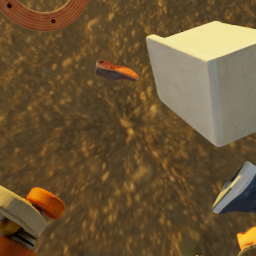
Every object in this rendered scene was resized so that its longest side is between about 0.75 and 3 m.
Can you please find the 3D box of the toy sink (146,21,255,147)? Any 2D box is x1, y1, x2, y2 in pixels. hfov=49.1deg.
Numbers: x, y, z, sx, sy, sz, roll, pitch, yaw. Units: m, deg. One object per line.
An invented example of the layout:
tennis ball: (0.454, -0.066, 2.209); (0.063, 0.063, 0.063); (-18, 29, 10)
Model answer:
toy sink: (1.636, -1.111, 5.746); (1.447, 1.683, 2.582); (-22, 30, -9)

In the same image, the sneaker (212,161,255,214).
sneaker: (2.361, 1.457, 5.113); (1.330, 1.841, 0.700); (30, 64, 14)

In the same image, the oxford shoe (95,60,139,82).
oxford shoe: (-0.190, -0.915, 4.781); (0.753, 0.275, 0.269); (19, 32, -1)

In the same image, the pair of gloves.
pair of gloves: (1.365, 2.082, 3.747); (1.422, 1.267, 0.176); (-39, 108, 23)

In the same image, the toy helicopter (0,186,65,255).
toy helicopter: (-2.709, 1.152, 4.846); (2.991, 1.978, 1.180); (8, 53, 30)

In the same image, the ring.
ring: (-1.970, -3.484, 6.332); (2.482, 2.482, 0.238); (-35, 38, -12)
